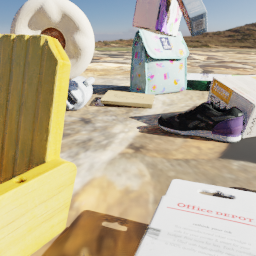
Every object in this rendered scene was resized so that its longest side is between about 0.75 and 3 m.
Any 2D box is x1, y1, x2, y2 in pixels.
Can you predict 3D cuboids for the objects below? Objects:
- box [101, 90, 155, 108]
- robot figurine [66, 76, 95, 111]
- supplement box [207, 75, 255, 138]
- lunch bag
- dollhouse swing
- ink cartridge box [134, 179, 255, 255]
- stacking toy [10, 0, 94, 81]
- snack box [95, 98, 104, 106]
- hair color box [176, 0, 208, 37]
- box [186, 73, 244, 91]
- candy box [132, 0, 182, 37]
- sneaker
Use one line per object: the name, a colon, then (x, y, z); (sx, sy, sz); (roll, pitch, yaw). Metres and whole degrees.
box: (0.039, -1.058, 10.181); (1.808, 0.192, 1.478); (6, 20, 6)
robot figurine: (-1.770, -1.201, 9.480); (1.505, 1.002, 1.774); (-31, 14, 13)
supplement box: (3.759, -0.696, 7.603); (2.685, 0.987, 1.692); (-6, 34, -19)
lunch bag: (1.284, -2.753, 11.600); (2.188, 2.568, 1.566); (-9, 21, -27)
dollhouse swing: (-2.336, 0.126, 3.460); (2.791, 2.454, 2.537); (13, 23, 31)
ink cartridge box: (0.732, 1.332, 2.620); (1.194, 0.688, 2.062); (7, 20, 20)
stacking toy: (-1.415, -1.953, 6.028); (1.564, 1.564, 2.140); (0, 23, 0)
snack box: (-0.983, -0.941, 10.128); (0.304, 0.103, 0.845); (1, 19, 2)
hair color box: (1.300, -2.594, 5.883); (0.364, 1.199, 0.594); (-18, -26, 10)
box: (3.967, -2.117, 12.959); (2.870, 0.522, 2.071); (5, 20, 17)
candy box: (0.835, -3.058, 6.778); (0.622, 1.459, 1.740); (17, 18, 21)
sneaker: (1.777, -0.292, 7.003); (2.071, 0.907, 0.784); (8, 21, 23)
